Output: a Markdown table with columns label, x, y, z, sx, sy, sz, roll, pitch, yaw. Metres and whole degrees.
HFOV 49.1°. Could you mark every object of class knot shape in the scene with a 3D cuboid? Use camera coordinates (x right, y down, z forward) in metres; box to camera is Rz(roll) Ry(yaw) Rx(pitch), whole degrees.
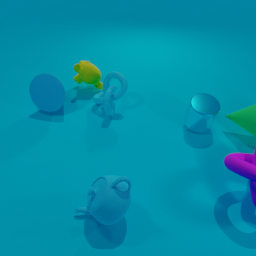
| label | x | y | z | sx | sy | sz | roll | pitch | yaw |
| --- | --- | --- | --- | --- | --- | --- | --- | --- | --- |
| knot shape | -0.565 | -1.225 | 9.365 | 0.672 | 1.360 | 1.454 | 23 | 21 | -28 |
| knot shape | 3.253 | 1.168 | 6.408 | 2.052 | 0.948 | 1.921 | -21 | 74 | -47 |

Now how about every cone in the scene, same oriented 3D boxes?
| label | x | y | z | sx | sy | sz | roll | pitch | yaw |
| --- | --- | --- | --- | --- | --- | --- | --- | --- | --- |
| cone | -2.490 | -1.335 | 9.687 | 1.280 | 1.280 | 1.285 | 9 | 20 | 10 |
| cone | 3.578 | -0.275 | 8.259 | 1.467 | 1.461 | 1.461 | 10 | 37 | 40 |

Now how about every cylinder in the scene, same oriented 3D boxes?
| label | x | y | z | sx | sy | sz | roll | pitch | yaw |
| --- | --- | --- | --- | --- | --- | --- | --- | --- | --- |
| cylinder | 2.259 | -0.451 | 8.591 | 0.893 | 0.893 | 0.893 | 2 | 54 | -3 |

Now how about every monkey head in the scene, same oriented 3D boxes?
| label | x | y | z | sx | sy | sz | roll | pitch | yaw |
| --- | --- | --- | --- | --- | --- | --- | --- | --- | --- |
| monkey head | -1.563 | -1.931 | 10.452 | 1.066 | 1.482 | 0.893 | -40 | 40 | 18 |

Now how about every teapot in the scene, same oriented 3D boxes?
| label | x | y | z | sx | sy | sz | roll | pitch | yaw |
| --- | --- | --- | --- | --- | --- | --- | --- | --- | --- |
| teapot | -0.525 | 1.543 | 6.131 | 0.849 | 1.735 | 1.079 | 29 | 35 | -28 |
